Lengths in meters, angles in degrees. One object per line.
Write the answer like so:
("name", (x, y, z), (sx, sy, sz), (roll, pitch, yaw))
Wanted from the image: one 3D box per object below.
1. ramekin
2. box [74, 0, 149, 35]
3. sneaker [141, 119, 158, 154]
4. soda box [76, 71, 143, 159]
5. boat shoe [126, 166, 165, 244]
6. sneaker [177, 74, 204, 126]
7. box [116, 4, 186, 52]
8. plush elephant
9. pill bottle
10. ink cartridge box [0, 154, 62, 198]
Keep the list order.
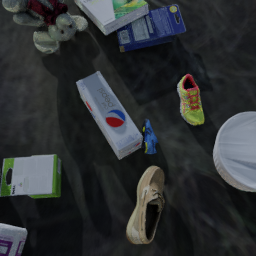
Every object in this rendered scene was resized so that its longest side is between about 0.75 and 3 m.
("ramekin", (3.535, 0.774, 8.050), (2.295, 1.069, 2.295), (0, 66, 0))
("box", (-0.695, -4.674, 10.472), (1.852, 0.466, 2.567), (-32, 60, -11))
("sneaker", (0.680, 0.266, 8.689), (0.450, 0.378, 1.148), (5, 65, -14))
("soda box", (-0.594, -0.412, 8.655), (0.842, 0.901, 2.644), (-28, 70, -12))
("boat shoe", (0.645, 1.951, 7.302), (0.768, 0.695, 2.155), (37, 54, -26))
("sneaker", (2.008, -0.917, 8.934), (0.694, 0.801, 1.775), (-12, 69, -7))
("box", (0.774, -3.633, 10.172), (2.388, 0.387, 1.446), (-12, 64, 4))
("plush elephant", (-2.606, -3.870, 9.628), (2.092, 2.702, 2.225), (41, 79, -8))
("pill bottle", (-3.434, 3.535, 6.706), (1.346, 1.346, 2.398), (10, 67, 4))
("ink cartridge box", (-2.754, 1.413, 8.047), (1.537, 0.582, 1.136), (-3, 67, 0))
